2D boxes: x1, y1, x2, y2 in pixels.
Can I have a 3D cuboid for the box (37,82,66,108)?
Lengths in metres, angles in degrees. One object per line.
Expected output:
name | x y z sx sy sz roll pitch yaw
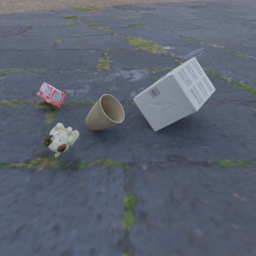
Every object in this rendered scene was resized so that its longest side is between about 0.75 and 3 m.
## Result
box | -2.728 -1.186 9.964 0.499 0.541 1.054 27 1 -44

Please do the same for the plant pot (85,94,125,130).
plant pot | -0.786 -0.356 8.385 1.007 0.943 0.943 -32 14 35

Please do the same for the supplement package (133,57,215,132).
supplement package | 1.442 -1.039 8.602 1.648 1.268 1.724 -29 8 43

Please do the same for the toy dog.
toy dog | -1.729 0.307 6.956 0.651 0.904 0.933 34 2 -2
